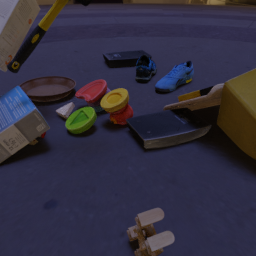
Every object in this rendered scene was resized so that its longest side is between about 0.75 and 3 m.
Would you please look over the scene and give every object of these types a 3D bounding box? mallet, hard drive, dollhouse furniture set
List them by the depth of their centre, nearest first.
[{"bbox_3d":[0.567,1.905,4.459,0.725,1.023,1.114,-13,59,-19],"label":"dollhouse furniture set"},{"bbox_3d":[-1.952,-2.417,6.214,2.913,0.959,0.600,-37,36,18],"label":"mallet"},{"bbox_3d":[1.191,-0.022,8.390,2.190,0.463,1.477,-12,31,-20],"label":"hard drive"},{"bbox_3d":[-0.066,-3.735,15.002,2.341,0.495,1.579,-9,30,-16],"label":"hard drive"}]

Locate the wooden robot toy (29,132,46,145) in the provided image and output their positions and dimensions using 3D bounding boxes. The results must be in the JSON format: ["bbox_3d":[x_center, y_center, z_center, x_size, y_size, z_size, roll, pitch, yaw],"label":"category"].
[{"bbox_3d":[-2.748,-0.029,8.307,0.546,0.563,1.240,-2,30,-2],"label":"wooden robot toy"}]

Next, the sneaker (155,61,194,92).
[{"bbox_3d":[1.975,-2.248,11.896,0.816,0.971,2.477,26,39,34],"label":"sneaker"}]

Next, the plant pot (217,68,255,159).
[{"bbox_3d":[3.692,-0.245,7.016,1.945,1.958,2.003,-24,56,-3],"label":"plant pot"}]

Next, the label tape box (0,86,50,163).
[{"bbox_3d":[-3.575,0.095,7.522,2.494,0.825,1.787,-38,42,-11],"label":"label tape box"}]

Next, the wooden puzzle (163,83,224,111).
[{"bbox_3d":[2.788,-1.070,8.676,2.633,0.530,2.846,-12,-3,-21],"label":"wooden puzzle"}]

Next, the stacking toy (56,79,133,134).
[{"bbox_3d":[-1.063,-0.497,9.297,2.145,1.001,2.369,-38,37,-11],"label":"stacking toy"}]

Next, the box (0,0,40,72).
[{"bbox_3d":[-3.663,-2.973,7.964,1.108,2.274,1.414,27,-4,-3],"label":"box"}]

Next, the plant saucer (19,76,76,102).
[{"bbox_3d":[-3.188,-1.538,11.171,2.234,0.409,2.234,0,30,0],"label":"plant saucer"}]

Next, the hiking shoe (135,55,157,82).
[{"bbox_3d":[0.905,-2.947,13.052,0.875,1.019,2.351,5,30,9],"label":"hiking shoe"}]
